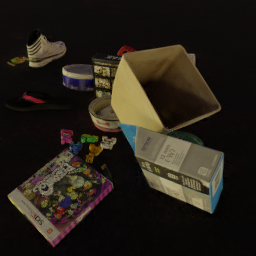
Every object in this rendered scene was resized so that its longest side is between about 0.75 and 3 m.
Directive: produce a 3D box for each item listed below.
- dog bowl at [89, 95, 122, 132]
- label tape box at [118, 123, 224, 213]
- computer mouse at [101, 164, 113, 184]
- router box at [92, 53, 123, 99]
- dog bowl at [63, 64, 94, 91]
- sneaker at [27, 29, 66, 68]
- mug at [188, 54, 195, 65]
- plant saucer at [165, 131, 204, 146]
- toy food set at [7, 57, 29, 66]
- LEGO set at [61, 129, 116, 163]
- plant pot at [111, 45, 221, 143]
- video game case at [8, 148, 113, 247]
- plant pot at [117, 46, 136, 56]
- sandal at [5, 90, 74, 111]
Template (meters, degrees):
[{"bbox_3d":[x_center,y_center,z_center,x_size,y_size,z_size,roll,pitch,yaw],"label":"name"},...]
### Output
[{"bbox_3d":[-0.520,-0.511,9.958,1.713,0.632,1.713,1,35,0],"label":"dog bowl"},{"bbox_3d":[0.923,0.940,6.797,2.569,1.841,0.849,16,63,27],"label":"label tape box"},{"bbox_3d":[-1.296,1.140,7.801,1.390,0.456,1.979,-20,40,-24],"label":"computer mouse"},{"bbox_3d":[-0.112,-1.781,10.706,2.441,1.821,0.623,11,38,14],"label":"router box"},{"bbox_3d":[-1.894,-2.181,11.968,1.746,0.688,1.746,5,25,-2],"label":"dog bowl"},{"bbox_3d":[-4.147,-4.356,14.455,1.067,1.627,2.828,12,37,16],"label":"sneaker"},{"bbox_3d":[2.593,-3.021,13.345,1.111,0.936,1.267,7,5,23],"label":"mug"},{"bbox_3d":[1.522,0.626,8.603,1.549,0.278,1.549,-3,32,2],"label":"plant saucer"},{"bbox_3d":[-5.690,-3.555,14.564,0.716,0.208,1.037,25,43,31],"label":"toy food set"},{"bbox_3d":[-1.255,0.620,8.421,1.686,0.643,0.692,9,39,1],"label":"LEGO set"},{"bbox_3d":[0.819,-0.770,8.227,2.295,2.032,2.292,-20,75,-35],"label":"plant pot"},{"bbox_3d":[-1.638,1.577,6.886,1.741,0.344,1.921,33,57,28],"label":"video game case"},{"bbox_3d":[0.136,-3.174,13.281,1.053,1.156,1.156,30,44,22],"label":"plant pot"},{"bbox_3d":[-3.410,-1.134,10.857,2.601,0.586,0.977,-1,36,-1],"label":"sandal"}]
